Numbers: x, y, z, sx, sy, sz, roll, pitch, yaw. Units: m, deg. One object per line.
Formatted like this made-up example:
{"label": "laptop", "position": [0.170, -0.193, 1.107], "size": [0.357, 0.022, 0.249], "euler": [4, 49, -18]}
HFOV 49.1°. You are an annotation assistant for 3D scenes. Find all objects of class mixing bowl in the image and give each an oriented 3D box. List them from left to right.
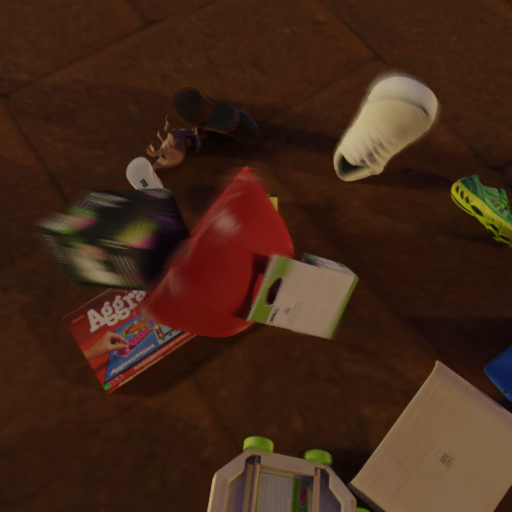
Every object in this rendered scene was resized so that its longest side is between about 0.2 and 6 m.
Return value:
{"label": "mixing bowl", "position": [-0.467, 0.206, 9.115], "size": [1.608, 2.968, 2.968], "euler": [38, 72, -9]}

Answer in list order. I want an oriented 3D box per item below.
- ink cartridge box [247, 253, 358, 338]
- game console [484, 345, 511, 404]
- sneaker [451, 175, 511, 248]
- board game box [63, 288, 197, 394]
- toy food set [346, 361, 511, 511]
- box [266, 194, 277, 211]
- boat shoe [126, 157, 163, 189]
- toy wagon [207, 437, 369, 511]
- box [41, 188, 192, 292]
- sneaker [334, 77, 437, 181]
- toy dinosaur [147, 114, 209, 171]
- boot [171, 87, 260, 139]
{"label": "ink cartridge box", "position": [0.630, 0.530, 8.516], "size": [1.507, 0.571, 1.114], "euler": [16, 106, -27]}
{"label": "game console", "position": [5.020, 2.117, 9.854], "size": [1.258, 0.872, 1.473], "euler": [-23, 67, -42]}
{"label": "sneaker", "position": [4.625, -0.893, 10.736], "size": [0.770, 0.683, 1.843], "euler": [-38, 73, -9]}
{"label": "board game box", "position": [-1.751, 0.935, 10.233], "size": [3.114, 0.303, 1.603], "euler": [-33, 71, -12]}
{"label": "toy food set", "position": [3.024, 3.312, 9.142], "size": [1.902, 0.800, 2.650], "euler": [37, 81, 13]}
{"label": "box", "position": [0.134, -0.451, 10.728], "size": [0.570, 0.379, 1.513], "euler": [-1, 68, 0]}
{"label": "boat shoe", "position": [-2.104, -1.386, 11.028], "size": [0.533, 0.487, 1.481], "euler": [-36, 50, -4]}
{"label": "toy wagon", "position": [0.713, 4.104, 8.511], "size": [2.925, 0.579, 2.269], "euler": [14, 49, -6]}
{"label": "box", "position": [-2.096, -0.279, 8.590], "size": [1.714, 1.065, 1.273], "euler": [3, 37, 33]}
{"label": "sneaker", "position": [2.205, -2.038, 9.936], "size": [1.167, 3.194, 1.131], "euler": [26, 81, 0]}
{"label": "toy dinosaur", "position": [-1.605, -2.165, 11.313], "size": [0.976, 0.618, 1.440], "euler": [31, 83, -12]}
{"label": "boot", "position": [-0.864, -2.877, 11.594], "size": [2.073, 1.005, 0.774], "euler": [34, 104, 38]}
